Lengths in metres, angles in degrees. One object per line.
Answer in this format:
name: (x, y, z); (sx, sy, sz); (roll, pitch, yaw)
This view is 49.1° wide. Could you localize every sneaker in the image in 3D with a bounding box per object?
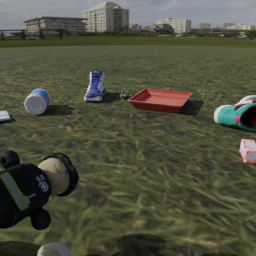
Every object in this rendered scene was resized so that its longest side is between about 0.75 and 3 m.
sneaker: (-1.820, -2.390, 15.396); (1.009, 1.442, 2.497); (1, 21, 5)
sneaker: (4.987, -0.648, 11.252); (2.669, 1.116, 1.611); (-19, 22, -23)

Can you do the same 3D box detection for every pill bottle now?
pill bottle: (-4.233, -1.319, 13.273); (0.964, 0.964, 1.717); (-2, 22, -6)

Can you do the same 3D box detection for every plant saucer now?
plant saucer: (1.674, -1.378, 14.113); (2.644, 0.486, 2.649); (8, 22, 20)

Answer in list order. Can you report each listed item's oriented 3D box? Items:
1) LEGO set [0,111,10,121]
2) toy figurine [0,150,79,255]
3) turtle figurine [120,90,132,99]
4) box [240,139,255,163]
LEGO set: (-6.345, -0.570, 12.003); (2.222, 0.545, 1.660); (-11, 20, -25)
toy figurine: (-2.027, 1.424, 4.239); (2.395, 2.433, 1.693); (7, 13, 25)
turtle figurine: (-0.183, -1.811, 15.369); (0.784, 0.395, 0.587); (2, 29, -40)
box: (3.792, 0.716, 8.730); (0.406, 0.440, 0.858); (4, 21, 10)
